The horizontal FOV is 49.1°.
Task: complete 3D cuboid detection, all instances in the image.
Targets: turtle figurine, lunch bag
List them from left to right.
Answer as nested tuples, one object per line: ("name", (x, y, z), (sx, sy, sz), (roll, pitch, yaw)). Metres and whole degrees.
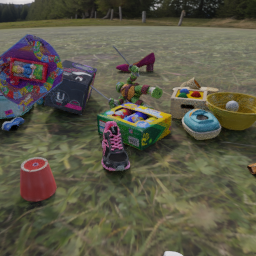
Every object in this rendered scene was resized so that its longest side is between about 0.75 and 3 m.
("lunch bag", (-5.532, -1.194, 12.249), (2.301, 1.106, 2.870), (-1, 17, -2))
("turtle figurine", (-0.034, -1.709, 12.552), (2.716, 2.801, 2.016), (30, 67, 38))

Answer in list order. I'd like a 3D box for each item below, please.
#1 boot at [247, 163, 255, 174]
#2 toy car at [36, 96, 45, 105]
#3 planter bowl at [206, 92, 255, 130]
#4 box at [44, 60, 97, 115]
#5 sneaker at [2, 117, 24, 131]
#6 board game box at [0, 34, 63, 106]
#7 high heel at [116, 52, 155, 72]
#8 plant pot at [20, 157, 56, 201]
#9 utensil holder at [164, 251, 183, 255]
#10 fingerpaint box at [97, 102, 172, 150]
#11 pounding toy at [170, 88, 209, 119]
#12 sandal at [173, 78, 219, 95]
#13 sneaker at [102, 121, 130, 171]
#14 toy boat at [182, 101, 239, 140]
("boot", (4.030, 1.286, 8.309), (0.658, 0.313, 0.850), (-5, 14, -12))
("toy car", (-4.073, -1.909, 13.903), (1.062, 1.201, 1.107), (-1, 26, -2))
("planter bowl", (4.330, -0.588, 11.342), (2.469, 1.028, 2.469), (2, 26, -1))
("box", (-2.642, -2.009, 13.343), (1.769, 1.535, 2.894), (15, 25, -4))
("sneaker", (-4.492, -0.096, 11.172), (0.463, 0.408, 1.038), (28, 30, 11))
("board game box", (-3.029, -1.648, 8.315), (2.152, 1.700, 0.419), (-35, 13, 7))
("high heel", (0.508, -4.605, 19.394), (2.703, 1.299, 0.911), (-3, 26, -6))
("plant pot", (-2.458, 1.333, 7.553), (0.979, 0.867, 0.979), (1, 25, 0))
("utensil holder", (1.582, 2.767, 3.127), (2.577, 2.190, 2.190), (7, 26, 8))
("fingerpaint box", (0.240, -0.172, 10.737), (2.219, 0.814, 1.851), (21, 33, 37))
("pounding toy", (3.126, -1.277, 12.733), (2.060, 1.073, 2.345), (7, 27, 15))
("sandal", (3.704, -2.364, 15.302), (2.449, 0.805, 0.898), (8, 27, 16))
("sneaker", (-0.459, 0.505, 9.059), (0.887, 1.071, 2.245), (-4, 27, -12))
("toy boat", (3.190, -0.389, 10.767), (2.189, 1.017, 1.840), (-12, 27, -8))
